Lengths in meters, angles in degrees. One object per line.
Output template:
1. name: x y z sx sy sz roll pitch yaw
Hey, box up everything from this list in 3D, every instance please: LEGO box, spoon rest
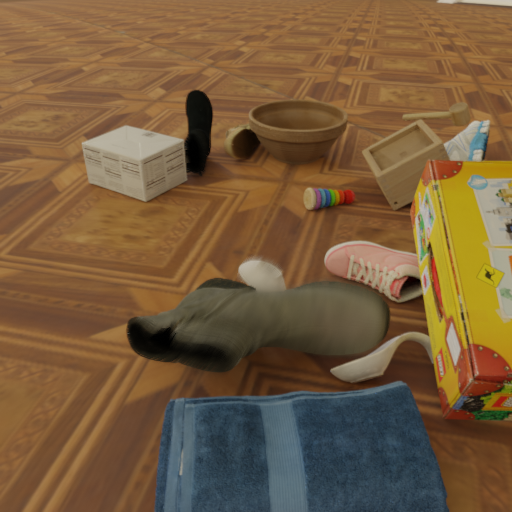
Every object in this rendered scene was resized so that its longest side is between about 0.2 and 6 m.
1. LEGO box: 3.922 0.392 8.082 2.731 1.415 3.667 2 55 2
2. spoon rest: 0.430 0.654 9.412 1.754 0.532 0.871 35 21 20
3. spoon rest: 1.911 1.477 8.236 1.771 0.880 0.537 -7 71 -20

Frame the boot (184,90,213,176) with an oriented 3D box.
1. boot: -1.561 -3.185 14.558 0.730 1.972 1.616 1 26 4

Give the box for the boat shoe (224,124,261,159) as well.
1. boat shoe: -0.480 -3.227 15.714 0.734 0.811 2.275 3 23 20

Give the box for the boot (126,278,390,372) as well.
1. boot: 0.052 1.130 7.884 3.347 1.133 2.186 3 14 22

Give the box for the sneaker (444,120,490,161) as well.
1. sneaker: 5.127 -2.644 14.361 1.465 1.267 3.380 9 33 24

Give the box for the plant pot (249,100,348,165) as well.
1. plant pot: 1.128 -3.308 15.342 2.661 1.228 2.661 0 31 0

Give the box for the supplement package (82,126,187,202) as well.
1. supplement package: -2.978 -2.328 13.875 1.994 1.106 1.553 20 37 28

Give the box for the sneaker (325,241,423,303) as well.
1. sneaker: 2.189 0.291 10.071 1.918 0.722 1.003 8 28 5

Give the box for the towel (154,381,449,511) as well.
1. towel: 0.493 2.399 6.665 3.259 0.791 1.819 -1 33 -2

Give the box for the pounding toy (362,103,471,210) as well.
1. pounding toy: 3.976 -2.500 13.306 2.557 1.170 2.247 -28 30 13

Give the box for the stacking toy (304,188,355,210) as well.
1. stacking toy: 1.730 -1.345 12.999 1.197 0.511 0.511 -5 32 -20
